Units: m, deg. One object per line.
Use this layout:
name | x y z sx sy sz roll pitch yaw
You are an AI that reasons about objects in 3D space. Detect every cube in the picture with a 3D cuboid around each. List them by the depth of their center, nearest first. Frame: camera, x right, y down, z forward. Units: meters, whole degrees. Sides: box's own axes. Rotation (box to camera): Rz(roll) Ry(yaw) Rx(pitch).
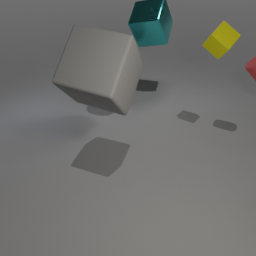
cube | -0.599 -1.262 6.365 1.400 1.400 1.400 16 -8 16
cube | 2.927 -2.754 8.810 0.700 0.700 0.700 41 75 0
cube | 1.021 -4.588 12.235 1.400 1.400 1.400 3 62 27

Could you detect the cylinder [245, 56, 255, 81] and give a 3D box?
cylinder | 4.214 -1.866 8.846 0.700 0.700 0.700 -43 14 13
